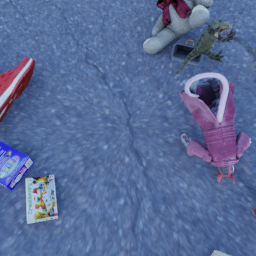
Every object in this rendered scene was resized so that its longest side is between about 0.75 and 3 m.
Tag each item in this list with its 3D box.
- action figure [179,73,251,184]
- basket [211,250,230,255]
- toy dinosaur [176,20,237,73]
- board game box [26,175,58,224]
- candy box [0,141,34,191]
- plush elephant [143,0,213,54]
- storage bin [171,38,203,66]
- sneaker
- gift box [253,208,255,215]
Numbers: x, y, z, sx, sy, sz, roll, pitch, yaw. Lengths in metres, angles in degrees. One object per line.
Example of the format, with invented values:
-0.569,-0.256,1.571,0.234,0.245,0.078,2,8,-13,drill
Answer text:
2.347,0.053,6.934,1.876,2.086,2.801,-13,89,2,action figure
1.972,3.118,5.427,1.032,0.830,1.023,17,30,11,basket
2.454,-2.417,8.350,1.191,2.703,0.641,-4,72,-15,toy dinosaur
-2.126,1.719,6.881,0.700,0.192,1.108,-7,56,-15,board game box
-3.216,0.957,7.303,1.101,0.424,0.931,24,61,15,candy box
1.617,-4.439,9.611,2.317,2.465,2.993,56,48,-14,plush elephant
2.102,-2.733,9.643,1.034,0.753,0.695,16,48,11,storage bin
-3.965,-1.384,8.259,1.528,1.036,2.645,28,57,-9,sneaker
3.531,1.980,6.396,0.794,0.850,0.785,-15,63,-12,gift box
